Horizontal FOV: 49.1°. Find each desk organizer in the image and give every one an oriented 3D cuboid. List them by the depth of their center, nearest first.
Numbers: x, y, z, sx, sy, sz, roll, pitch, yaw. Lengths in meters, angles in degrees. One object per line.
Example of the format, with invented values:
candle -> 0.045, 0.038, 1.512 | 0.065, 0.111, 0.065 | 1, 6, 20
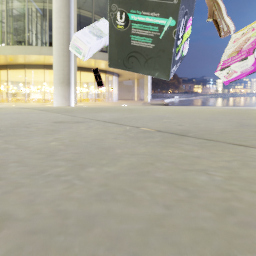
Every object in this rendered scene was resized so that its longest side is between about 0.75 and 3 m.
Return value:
desk organizer -> -1.286, -2.148, 12.096 | 0.311, 0.868, 0.334 | -19, -8, 0

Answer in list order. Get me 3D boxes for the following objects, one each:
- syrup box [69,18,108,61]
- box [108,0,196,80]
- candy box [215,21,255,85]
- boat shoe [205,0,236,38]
syrup box -> -1.372, -3.562, 11.204 | 1.980, 0.780, 0.806 | -48, -3, -39
box -> 0.646, -2.849, 6.624 | 1.667, 2.682, 1.992 | 15, 37, 16
candy box -> 3.964, -2.605, 9.326 | 0.671, 2.199, 1.500 | 42, -31, -17
boat shoe -> 2.362, -3.070, 7.572 | 0.505, 1.365, 0.504 | -33, 6, 5
